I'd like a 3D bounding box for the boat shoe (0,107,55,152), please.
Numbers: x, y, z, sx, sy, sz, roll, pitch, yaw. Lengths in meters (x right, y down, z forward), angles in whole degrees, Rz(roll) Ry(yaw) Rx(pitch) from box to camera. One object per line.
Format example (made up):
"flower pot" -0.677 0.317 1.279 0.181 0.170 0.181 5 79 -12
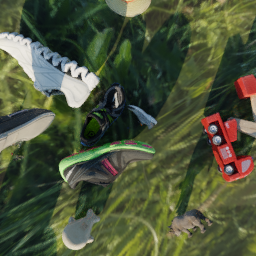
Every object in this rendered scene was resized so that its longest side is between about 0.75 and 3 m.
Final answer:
"boat shoe" -2.640 -0.068 6.370 0.746 2.616 0.875 40 117 4

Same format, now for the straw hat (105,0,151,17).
"straw hat" -0.002 -3.819 7.731 1.365 0.578 1.365 0 84 0

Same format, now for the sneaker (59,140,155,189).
"sneaker" -0.482 0.938 7.202 2.478 0.951 1.038 -15 94 7

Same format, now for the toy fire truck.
"toy fire truck" 2.913 0.002 7.359 1.714 0.592 2.430 -20 85 -2

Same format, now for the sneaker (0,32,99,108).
"sneaker" -2.240 -1.542 7.338 2.882 1.083 1.168 28 94 3

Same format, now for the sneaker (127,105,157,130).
"sneaker" 0.337 -0.309 7.528 0.914 0.338 0.362 36 90 3

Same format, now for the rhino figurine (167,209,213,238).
"rhino figurine" 1.435 2.394 6.968 0.565 1.291 0.386 46 43 1

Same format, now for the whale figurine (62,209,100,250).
"whale figurine" -1.208 2.609 7.225 0.838 0.547 1.054 41 62 5

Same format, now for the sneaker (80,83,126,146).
"sneaker" -0.640 -0.329 7.301 0.659 0.770 1.858 33 86 1

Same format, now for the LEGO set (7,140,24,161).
"LEGO set" -3.043 0.440 7.545 0.564 0.246 0.868 1 98 2
